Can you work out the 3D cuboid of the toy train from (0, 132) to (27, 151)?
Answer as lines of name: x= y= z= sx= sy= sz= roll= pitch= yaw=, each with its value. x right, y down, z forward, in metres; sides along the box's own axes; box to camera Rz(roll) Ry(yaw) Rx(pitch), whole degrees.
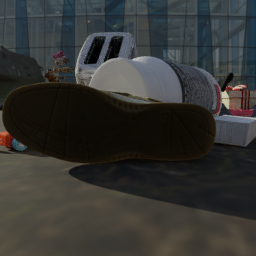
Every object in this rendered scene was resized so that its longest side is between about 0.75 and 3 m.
toy train: x=-2.035 y=0.017 z=5.409 sx=1.488 sy=0.551 sz=1.981 roll=-3 pitch=6 yaw=-38

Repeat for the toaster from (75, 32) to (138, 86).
toaster: x=-0.464 y=-1.224 z=6.842 sx=1.398 sy=1.589 sz=2.461 roll=2 pitch=47 yaw=11

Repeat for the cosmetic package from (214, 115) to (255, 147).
cosmetic package: x=2.186 y=0.015 z=5.761 sx=0.753 sy=0.462 sz=1.825 roll=10 pitch=9 yaw=29

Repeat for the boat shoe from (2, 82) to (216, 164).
boat shoe: x=-0.237 y=-0.022 z=3.841 sx=2.698 sy=0.998 sz=0.896 roll=9 pitch=1 yaw=-7

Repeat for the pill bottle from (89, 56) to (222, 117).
pill bottle: x=0.648 y=-0.572 z=5.690 sx=1.602 sy=1.602 sz=2.813 roll=4 pitch=5 yaw=39

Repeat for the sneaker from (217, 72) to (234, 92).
sneaker: x=3.078 y=-1.474 z=9.298 sx=0.277 sy=0.924 sz=0.482 roll=40 pitch=-11 yaw=-32

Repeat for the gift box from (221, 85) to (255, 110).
gift box: x=3.825 y=-0.794 z=9.965 sx=1.528 sy=1.427 sz=1.410 roll=-3 pitch=6 yaw=-19

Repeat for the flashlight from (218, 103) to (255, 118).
flashlight: x=3.533 y=-0.469 z=8.673 sx=2.699 sy=0.917 sz=0.914 roll=3 pitch=29 yaw=-18

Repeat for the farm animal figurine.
farm animal figurine: x=-2.917 y=-2.312 z=11.542 sx=0.758 sy=1.508 sz=1.218 roll=8 pitch=-16 yaw=27
